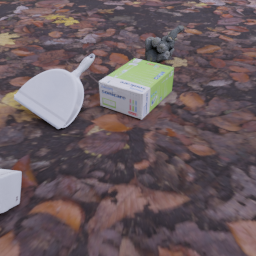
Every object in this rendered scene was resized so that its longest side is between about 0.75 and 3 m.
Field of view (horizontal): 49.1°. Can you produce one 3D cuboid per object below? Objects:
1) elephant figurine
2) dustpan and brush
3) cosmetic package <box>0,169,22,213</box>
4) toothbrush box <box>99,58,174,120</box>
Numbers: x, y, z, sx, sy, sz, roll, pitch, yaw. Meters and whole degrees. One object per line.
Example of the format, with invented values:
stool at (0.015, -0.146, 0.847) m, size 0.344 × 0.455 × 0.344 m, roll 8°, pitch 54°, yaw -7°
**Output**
elephant figurine at (1.459, -3.249, 11.254) m, size 1.314 × 1.198 × 1.693 m, roll 0°, pitch 28°, yaw 38°
dustpan and brush at (-1.903, -1.414, 8.705) m, size 1.898 × 0.778 × 2.720 m, roll 33°, pitch 79°, yaw 10°
cosmetic package at (-3.328, 1.177, 5.557) m, size 2.053 × 0.732 × 1.041 m, roll 5°, pitch 2°, yaw 9°
toothbrush box at (0.327, -1.377, 9.211) m, size 1.593 × 0.942 × 2.188 m, roll 20°, pitch 39°, yaw 25°
